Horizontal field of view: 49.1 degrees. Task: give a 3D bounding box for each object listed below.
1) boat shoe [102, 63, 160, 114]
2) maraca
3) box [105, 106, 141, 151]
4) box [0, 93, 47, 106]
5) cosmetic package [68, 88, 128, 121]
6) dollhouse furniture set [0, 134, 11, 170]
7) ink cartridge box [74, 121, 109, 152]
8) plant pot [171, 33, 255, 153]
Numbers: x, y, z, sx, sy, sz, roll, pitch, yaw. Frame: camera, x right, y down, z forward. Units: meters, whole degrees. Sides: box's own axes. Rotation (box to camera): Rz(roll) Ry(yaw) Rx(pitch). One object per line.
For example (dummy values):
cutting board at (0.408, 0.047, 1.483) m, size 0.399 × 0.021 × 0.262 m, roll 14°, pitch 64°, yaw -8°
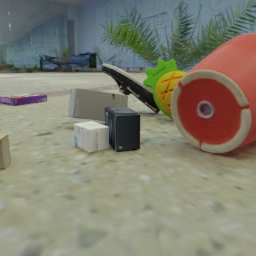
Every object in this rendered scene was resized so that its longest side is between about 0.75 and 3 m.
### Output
boat shoe at (0.162, -1.535, 10.826) m, size 2.843 × 0.858 × 1.050 m, roll 28°, pitch 12°, yaw -8°
maraca at (1.608, -1.333, 9.747) m, size 1.669 × 2.435 × 1.302 m, roll -37°, pitch -12°, yaw -6°
box at (-0.162, -0.013, 6.948) m, size 0.621 × 0.881 × 1.191 m, roll -4°, pitch 15°, yaw -17°
box at (-5.162, -1.447, 13.843) m, size 1.284 × 0.367 × 1.876 m, roll 10°, pitch 17°, yaw 35°
cosmetic package at (-0.954, -0.700, 8.900) m, size 1.767 × 0.944 × 0.797 m, roll 3°, pitch 3°, yaw -27°
dollhouse furniture set at (-2.863, 0.469, 5.502) m, size 0.932 × 0.619 × 0.817 m, roll -1°, pitch 14°, yaw -3°
ink cartridge box at (-0.851, 0.208, 6.717) m, size 0.541 × 0.556 × 0.864 m, roll -10°, pitch 18°, yaw -38°
plant pot at (2.481, -0.737, 6.770) m, size 2.712 × 2.712 × 2.400 m, roll 13°, pitch 30°, yaw 43°
